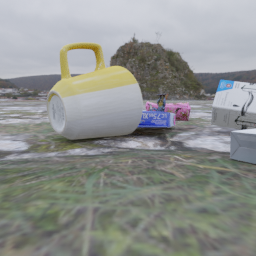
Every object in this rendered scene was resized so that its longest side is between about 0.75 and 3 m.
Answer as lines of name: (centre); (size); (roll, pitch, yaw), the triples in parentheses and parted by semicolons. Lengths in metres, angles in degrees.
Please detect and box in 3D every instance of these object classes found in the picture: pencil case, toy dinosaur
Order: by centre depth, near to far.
toy dinosaur: (1.235, -0.695, 9.866); (1.097, 0.995, 0.576); (-10, 10, -42)
pencil case: (1.626, -0.694, 11.430); (1.849, 0.766, 0.800); (3, 10, 14)

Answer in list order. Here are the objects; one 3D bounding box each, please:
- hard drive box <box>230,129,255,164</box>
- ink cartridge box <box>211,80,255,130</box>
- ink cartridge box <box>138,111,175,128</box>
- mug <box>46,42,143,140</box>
hard drive box: (2.443, 0.276, 4.480); (1.251, 0.481, 0.975); (-4, 7, -30)
ink cartridge box: (3.241, -0.584, 7.533); (1.733, 0.730, 1.265); (10, 47, 22)
ink cartridge box: (0.572, -0.251, 7.961); (1.375, 0.484, 2.304); (2, 5, 14)
mug: (-0.985, -0.683, 6.649); (1.782, 2.171, 1.738); (-15, -26, -37)
